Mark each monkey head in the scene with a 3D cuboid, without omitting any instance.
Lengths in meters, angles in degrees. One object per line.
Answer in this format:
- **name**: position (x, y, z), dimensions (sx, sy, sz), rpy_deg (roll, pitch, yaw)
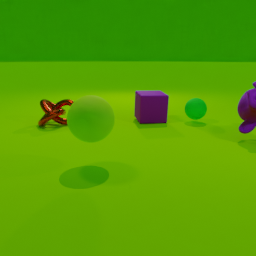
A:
- **monkey head**: position (3.536, -0.572, 7.288), dimensions (1.221, 1.022, 1.697), rpy_deg (26, 59, 26)

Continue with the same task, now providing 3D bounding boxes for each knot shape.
- **knot shape**: position (-2.275, -0.524, 9.232), dimensions (1.287, 0.635, 1.375), rpy_deg (-2, 35, -3)

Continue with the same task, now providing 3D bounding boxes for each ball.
- **ball**: position (2.295, -0.648, 9.483), dimensions (0.737, 0.737, 0.737), rpy_deg (0, 15, 0)
- **ball**: position (-0.739, -0.179, 5.600), dimensions (0.946, 0.946, 0.946), rpy_deg (0, 15, 0)

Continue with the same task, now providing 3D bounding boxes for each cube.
- **cube**: position (0.786, -0.740, 9.657), dimensions (0.952, 0.952, 0.952), rpy_deg (-1, 18, -10)
